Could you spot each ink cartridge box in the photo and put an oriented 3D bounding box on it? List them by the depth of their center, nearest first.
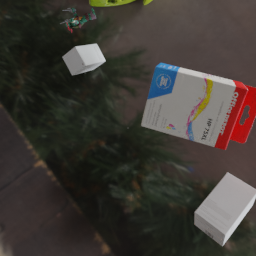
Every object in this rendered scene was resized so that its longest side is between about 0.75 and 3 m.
[{"bbox_3d":[1.855,-0.507,6.977,2.716,0.913,1.578,16,111,9],"label":"ink cartridge box"}]

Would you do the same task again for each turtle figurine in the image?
[{"bbox_3d":[-1.459,-3.158,8.087,1.040,0.524,0.779,-18,52,-4],"label":"turtle figurine"}]

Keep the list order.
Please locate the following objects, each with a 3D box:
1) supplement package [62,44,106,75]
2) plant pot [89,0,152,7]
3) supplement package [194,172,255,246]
[{"bbox_3d":[-1.172,-1.867,7.586,0.567,0.970,0.569,-24,96,34],"label":"supplement package"},{"bbox_3d":[-0.016,-4.679,7.509,1.960,2.149,2.160,3,83,-7],"label":"plant pot"},{"bbox_3d":[2.418,1.999,6.960,1.416,0.848,0.858,-42,54,-20],"label":"supplement package"}]
